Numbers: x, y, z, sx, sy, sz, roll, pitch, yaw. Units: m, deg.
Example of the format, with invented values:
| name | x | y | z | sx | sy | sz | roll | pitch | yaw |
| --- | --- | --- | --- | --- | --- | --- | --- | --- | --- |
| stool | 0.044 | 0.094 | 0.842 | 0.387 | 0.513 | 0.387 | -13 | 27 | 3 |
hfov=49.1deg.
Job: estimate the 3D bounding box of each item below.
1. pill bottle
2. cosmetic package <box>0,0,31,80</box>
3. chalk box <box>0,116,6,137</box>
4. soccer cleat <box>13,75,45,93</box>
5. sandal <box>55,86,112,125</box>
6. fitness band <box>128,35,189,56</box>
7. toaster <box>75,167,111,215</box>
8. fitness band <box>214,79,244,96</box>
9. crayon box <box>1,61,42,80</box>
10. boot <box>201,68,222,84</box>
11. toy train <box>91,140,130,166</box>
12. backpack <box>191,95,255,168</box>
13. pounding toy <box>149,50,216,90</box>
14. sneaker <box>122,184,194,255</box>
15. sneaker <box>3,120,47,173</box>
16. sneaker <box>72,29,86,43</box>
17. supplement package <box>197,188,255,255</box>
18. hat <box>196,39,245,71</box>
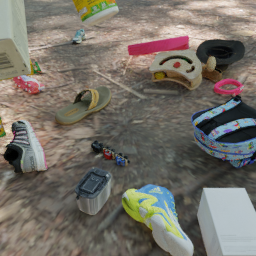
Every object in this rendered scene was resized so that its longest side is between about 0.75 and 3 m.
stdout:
| name | x | y | z | sx | sy | sz | roll | pitch | yaw |
| --- | --- | --- | --- | --- | --- | --- | --- | --- | --- |
| pill bottle | -1.073 | -3.723 | 7.300 | 1.029 | 1.853 | 1.029 | -23 | 15 | 7 |
| cosmetic package | -2.874 | -2.440 | 6.298 | 0.879 | 1.245 | 2.404 | -13 | 65 | -5 |
| chalk box | -3.927 | -0.016 | 7.331 | 1.109 | 0.692 | 0.687 | -27 | 43 | -31 |
| soccer cleat | -3.521 | -1.616 | 9.802 | 1.483 | 0.495 | 0.567 | 31 | 32 | 35 |
| sandal | -1.295 | -0.821 | 8.521 | 0.891 | 0.599 | 2.219 | 24 | 42 | 30 |
| fitness band | 1.181 | -3.274 | 11.185 | 2.060 | 0.537 | 2.868 | -13 | 15 | -22 |
| toaster | -0.692 | 1.286 | 5.572 | 0.529 | 0.601 | 0.931 | 14 | 37 | 20 |
| fitness band | 3.506 | -1.414 | 9.717 | 1.136 | 0.213 | 0.816 | -26 | 41 | -33 |
| crayon box | -4.447 | -2.400 | 10.826 | 1.959 | 0.498 | 1.244 | -15 | 38 | -21 |
| boot | 3.007 | -2.117 | 10.447 | 0.474 | 0.486 | 1.288 | -22 | 40 | -25 |
| toy train | -0.451 | 0.624 | 6.847 | 1.199 | 0.205 | 0.275 | 24 | 45 | 30 |
| backpack | 2.395 | 0.153 | 6.641 | 1.775 | 1.194 | 1.620 | -16 | 39 | -22 |
| pounding toy | 1.983 | -1.887 | 10.052 | 2.273 | 1.304 | 1.300 | -1 | 63 | 14 |
| sneaker | 0.690 | 1.554 | 5.163 | 0.901 | 0.650 | 1.716 | -25 | 42 | -31 |
| sneaker | -2.606 | 0.427 | 6.699 | 0.808 | 0.682 | 1.848 | -15 | 42 | -30 |
| sneaker | -2.469 | -4.545 | 13.800 | 0.465 | 0.518 | 1.199 | 7 | 36 | 10 |
| supplement package | 1.737 | 1.758 | 4.750 | 0.785 | 0.795 | 1.311 | 0 | 36 | 0 |
| hat | 3.608 | -2.736 | 11.046 | 2.018 | 0.814 | 2.018 | -7 | 42 | 7 |
